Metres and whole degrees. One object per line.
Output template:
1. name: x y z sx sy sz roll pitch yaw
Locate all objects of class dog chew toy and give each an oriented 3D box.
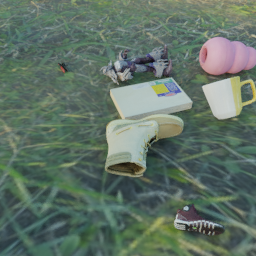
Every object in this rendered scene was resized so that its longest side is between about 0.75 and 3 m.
1. dog chew toy: 3.670 -2.532 10.021 2.085 1.298 1.298 1 42 -10

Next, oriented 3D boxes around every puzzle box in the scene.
1. puzzle box: 0.711 -0.922 8.923 2.251 0.286 1.497 -13 44 -14

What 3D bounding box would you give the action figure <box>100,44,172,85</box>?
1. action figure: 0.239 -2.245 9.966 2.513 0.872 1.635 -10 50 -6

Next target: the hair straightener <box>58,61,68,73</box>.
1. hair straightener: -2.414 -2.316 10.559 0.301 0.160 0.782 -22 43 -23

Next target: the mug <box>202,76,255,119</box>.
1. mug: 2.906 -0.863 8.071 1.309 1.074 1.048 -13 3 39

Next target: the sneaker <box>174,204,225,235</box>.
1. sneaker: 1.497 1.862 5.874 1.015 0.384 0.586 7 41 8

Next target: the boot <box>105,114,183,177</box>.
1. boot: 0.453 0.435 7.124 2.087 0.752 1.614 -5 42 4
